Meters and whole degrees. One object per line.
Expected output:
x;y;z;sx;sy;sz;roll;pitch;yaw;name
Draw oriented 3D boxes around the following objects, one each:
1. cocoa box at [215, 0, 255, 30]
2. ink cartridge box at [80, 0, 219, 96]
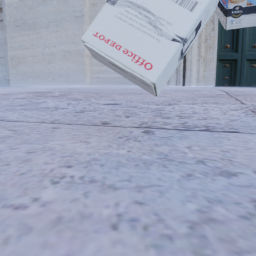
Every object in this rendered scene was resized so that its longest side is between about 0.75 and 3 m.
3.039;-3.657;7.435;1.295;1.274;1.941;-5;41;6;cocoa box
0.538;-2.380;6.389;1.960;2.698;1.125;33;-3;12;ink cartridge box
